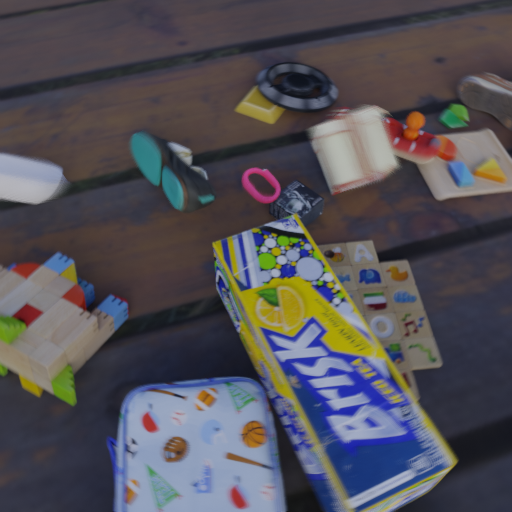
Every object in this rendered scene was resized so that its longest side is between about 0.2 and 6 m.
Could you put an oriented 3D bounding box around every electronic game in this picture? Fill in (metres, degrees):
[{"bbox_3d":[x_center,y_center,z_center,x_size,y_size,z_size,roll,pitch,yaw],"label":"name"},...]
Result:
[{"bbox_3d":[0.939,-3.883,12.870,1.884,0.392,1.884,5,48,-6],"label":"electronic game"}]

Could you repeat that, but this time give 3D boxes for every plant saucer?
[{"bbox_3d":[0.168,-3.510,12.734,0.982,0.238,0.982,24,57,16],"label":"plant saucer"}]

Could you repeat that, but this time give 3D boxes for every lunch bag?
[{"bbox_3d":[-0.805,2.992,7.443,2.256,1.064,2.815,-7,55,-2],"label":"lunch bag"}]

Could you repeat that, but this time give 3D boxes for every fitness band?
[{"bbox_3d":[0.100,-1.336,10.517,0.561,0.146,0.781,-35,76,-28],"label":"fitness band"}]

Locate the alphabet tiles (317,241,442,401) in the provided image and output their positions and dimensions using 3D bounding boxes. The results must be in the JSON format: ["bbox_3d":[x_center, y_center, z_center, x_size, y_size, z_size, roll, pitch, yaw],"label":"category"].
[{"bbox_3d":[1.554,1.042,9.455,2.597,0.099,3.121,-6,54,-3],"label":"alphabet tiles"}]

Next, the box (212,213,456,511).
[{"bbox_3d":[0.855,1.527,8.171,1.530,1.404,4.366,-20,56,-14],"label":"box"}]

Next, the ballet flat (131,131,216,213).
[{"bbox_3d":[-1.587,-1.640,10.944,0.909,0.904,2.657,-9,41,-31],"label":"ballet flat"}]

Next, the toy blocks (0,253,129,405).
[{"bbox_3d":[-3.448,0.832,9.014,2.860,1.429,1.955,24,46,16],"label":"toy blocks"}]

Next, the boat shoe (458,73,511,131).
[{"bbox_3d":[5.596,-3.420,12.316,0.807,0.851,2.247,-36,63,-26],"label":"boat shoe"}]

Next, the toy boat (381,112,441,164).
[{"bbox_3d":[3.093,-2.478,11.244,1.319,0.862,0.861,22,44,14],"label":"toy boat"}]

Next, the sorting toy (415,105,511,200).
[{"bbox_3d":[4.211,-2.278,11.737,1.868,0.372,2.528,-10,54,-7],"label":"sorting toy"}]

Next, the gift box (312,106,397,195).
[{"bbox_3d":[1.888,-2.065,10.668,1.448,1.337,1.352,-20,87,-5],"label":"gift box"}]

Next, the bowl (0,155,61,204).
[{"bbox_3d":[-4.418,-1.418,10.535,1.357,0.506,1.355,10,21,-15],"label":"bowl"}]

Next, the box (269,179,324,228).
[{"bbox_3d":[0.768,-0.944,10.702,0.744,0.469,0.757,39,63,23],"label":"box"}]
